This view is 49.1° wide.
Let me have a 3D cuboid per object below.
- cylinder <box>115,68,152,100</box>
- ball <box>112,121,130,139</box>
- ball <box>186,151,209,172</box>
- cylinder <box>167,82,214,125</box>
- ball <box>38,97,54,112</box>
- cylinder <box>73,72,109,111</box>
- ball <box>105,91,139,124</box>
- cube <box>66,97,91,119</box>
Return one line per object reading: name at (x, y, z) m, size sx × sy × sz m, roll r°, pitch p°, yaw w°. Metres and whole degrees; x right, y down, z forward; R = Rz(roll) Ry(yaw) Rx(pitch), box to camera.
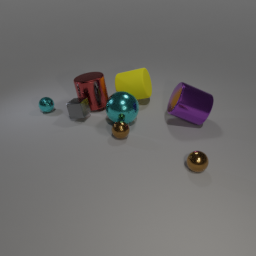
cylinder at (0.277, -2.034, 13.346) m, size 1.400 × 1.400 × 1.400 m, roll -8°, pitch 27°, yaw 21°
ball at (-0.285, 0.070, 10.812) m, size 0.700 × 0.700 × 0.700 m, roll 0°, pitch 31°, yaw 0°
ball at (2.256, 1.085, 9.088) m, size 0.700 × 0.700 × 0.700 m, roll 0°, pitch 31°, yaw 0°
cylinder at (2.532, -0.990, 11.498) m, size 1.400 × 1.400 × 1.400 m, roll 21°, pitch 29°, yaw -9°
ball at (-3.694, -1.060, 12.692) m, size 0.700 × 0.700 × 0.700 m, roll 0°, pitch 31°, yaw 0°
cylinder at (-1.674, -1.711, 12.942) m, size 1.400 × 1.400 × 1.400 m, roll -8°, pitch 29°, yaw 4°
ball at (-0.238, -0.835, 11.662) m, size 1.400 × 1.400 × 1.400 m, roll 0°, pitch 31°, yaw 0°
cube at (-2.112, -0.860, 12.004) m, size 0.700 × 0.700 × 0.700 m, roll -1°, pitch 26°, yaw 21°
